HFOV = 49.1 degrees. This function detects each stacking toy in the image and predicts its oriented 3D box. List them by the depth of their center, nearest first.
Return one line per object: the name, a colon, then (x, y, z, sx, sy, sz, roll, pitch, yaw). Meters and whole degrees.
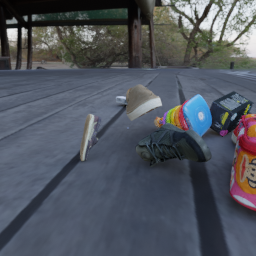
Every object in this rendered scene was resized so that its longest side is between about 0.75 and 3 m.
stacking toy: (1.237, -0.212, 7.221, 0.866, 0.916, 1.579, -37, 18, -36)

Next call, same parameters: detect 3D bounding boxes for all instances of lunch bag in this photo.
lunch bag: (2.727, 0.498, 4.015, 2.266, 1.054, 2.573, 10, 15, 20)

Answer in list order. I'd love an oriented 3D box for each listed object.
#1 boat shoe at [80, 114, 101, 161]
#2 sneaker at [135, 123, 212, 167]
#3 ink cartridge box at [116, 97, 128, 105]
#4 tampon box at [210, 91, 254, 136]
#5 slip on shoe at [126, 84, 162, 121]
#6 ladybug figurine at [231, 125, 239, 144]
boat shoe: (-0.712, 0.201, 5.366, 0.300, 0.924, 0.332, 9, 8, -21)
sneaker: (0.725, 0.393, 4.845, 0.909, 0.606, 1.586, -32, 21, -13)
ink cartridge box: (0.187, -1.136, 11.439, 1.087, 0.310, 0.883, -15, 21, -41)
tampon box: (2.587, -0.379, 7.197, 0.984, 0.738, 0.621, -24, 50, -34)
slip on shoe: (0.257, -0.635, 6.176, 0.768, 0.612, 2.020, -27, 7, 6)
ladybug figurine: (2.860, 0.173, 6.172, 0.989, 0.524, 1.457, -2, 15, -9)
